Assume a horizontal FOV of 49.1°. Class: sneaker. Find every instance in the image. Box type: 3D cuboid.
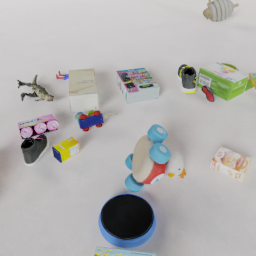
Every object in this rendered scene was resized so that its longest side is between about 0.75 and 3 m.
[{"bbox_3d":[2.954,-2.613,13.571,0.915,1.040,2.458,1,38,0],"label":"sneaker"},{"bbox_3d":[-3.229,0.519,9.784,0.559,0.784,1.581,2,36,5],"label":"sneaker"},{"bbox_3d":[3.752,-1.560,12.711,0.459,0.381,0.961,4,50,-33],"label":"sneaker"}]

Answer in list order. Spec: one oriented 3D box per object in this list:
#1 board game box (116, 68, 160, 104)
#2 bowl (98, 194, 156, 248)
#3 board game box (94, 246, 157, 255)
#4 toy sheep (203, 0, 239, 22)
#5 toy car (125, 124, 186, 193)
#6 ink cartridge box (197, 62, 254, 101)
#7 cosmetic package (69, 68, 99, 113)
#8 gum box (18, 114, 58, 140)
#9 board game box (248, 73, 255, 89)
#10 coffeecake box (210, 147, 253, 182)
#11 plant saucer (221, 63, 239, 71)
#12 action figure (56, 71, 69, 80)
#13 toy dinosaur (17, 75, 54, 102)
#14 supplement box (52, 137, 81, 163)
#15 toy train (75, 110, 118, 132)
[{"bbox_3d":[0.397,-2.038,13.164,1.516,0.661,2.055,-10,39,-14],"label":"board game box"},{"bbox_3d":[-0.019,2.473,7.679,1.595,0.313,1.595,0,38,0],"label":"bowl"},{"bbox_3d":[-0.168,3.769,5.192,1.300,1.323,2.523,4,39,4],"label":"board game box"},{"bbox_3d":[6.975,-8.970,21.076,2.684,1.850,1.850,-16,38,8],"label":"toy sheep"},{"bbox_3d":[1.117,1.163,8.680,1.887,1.740,1.669,23,35,-17],"label":"toy car"},{"bbox_3d":[4.881,-2.457,13.434,2.552,0.967,1.887,-26,44,-28],"label":"ink cartridge box"},{"bbox_3d":[-2.009,-1.730,12.581,1.256,0.887,2.425,-7,38,-8],"label":"cosmetic package"},{"bbox_3d":[-3.382,-0.076,10.620,1.417,0.469,0.804,-17,23,-19],"label":"gum box"},{"bbox_3d":[6.535,-2.014,13.342,0.962,0.302,2.013,0,41,0],"label":"board game box"},{"bbox_3d":[3.409,1.176,9.258,1.091,0.399,0.838,23,44,27],"label":"coffeecake box"},{"bbox_3d":[4.979,-3.030,14.648,1.646,0.256,1.646,-3,37,2],"label":"plant saucer"},{"bbox_3d":[-2.737,-2.620,14.123,1.713,0.443,0.560,8,36,6],"label":"action figure"},{"bbox_3d":[-4.340,-1.763,12.834,1.244,0.670,2.822,-8,36,-33],"label":"toy dinosaur"},{"bbox_3d":[-2.140,0.748,9.750,0.849,0.462,0.465,-30,47,-34],"label":"supplement box"},{"bbox_3d":[-1.291,-0.468,11.241,1.582,0.670,0.916,-17,28,-21],"label":"toy train"}]
